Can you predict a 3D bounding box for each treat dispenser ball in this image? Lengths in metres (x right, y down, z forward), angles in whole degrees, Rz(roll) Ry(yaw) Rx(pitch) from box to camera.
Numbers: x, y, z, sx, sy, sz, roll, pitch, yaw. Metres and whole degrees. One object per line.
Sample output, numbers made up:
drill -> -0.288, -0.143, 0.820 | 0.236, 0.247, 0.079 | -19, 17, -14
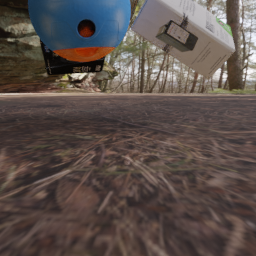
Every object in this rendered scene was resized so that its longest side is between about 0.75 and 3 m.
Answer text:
treat dispenser ball -> -1.119, -2.799, 6.654 | 2.376, 2.376, 2.376 | 0, 8, 0

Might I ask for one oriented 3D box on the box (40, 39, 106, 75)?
box -> -1.754, -2.676, 9.075 | 1.978, 1.040, 2.416 | -6, -11, -13

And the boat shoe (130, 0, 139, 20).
boat shoe -> 0.201, -3.978, 8.032 | 0.563, 1.745, 0.622 | 23, 6, -31

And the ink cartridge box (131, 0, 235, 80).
ink cartridge box -> 1.676, -3.020, 8.412 | 2.775, 1.166, 2.019 | 30, 40, -9
